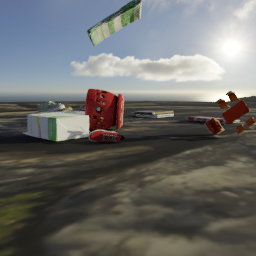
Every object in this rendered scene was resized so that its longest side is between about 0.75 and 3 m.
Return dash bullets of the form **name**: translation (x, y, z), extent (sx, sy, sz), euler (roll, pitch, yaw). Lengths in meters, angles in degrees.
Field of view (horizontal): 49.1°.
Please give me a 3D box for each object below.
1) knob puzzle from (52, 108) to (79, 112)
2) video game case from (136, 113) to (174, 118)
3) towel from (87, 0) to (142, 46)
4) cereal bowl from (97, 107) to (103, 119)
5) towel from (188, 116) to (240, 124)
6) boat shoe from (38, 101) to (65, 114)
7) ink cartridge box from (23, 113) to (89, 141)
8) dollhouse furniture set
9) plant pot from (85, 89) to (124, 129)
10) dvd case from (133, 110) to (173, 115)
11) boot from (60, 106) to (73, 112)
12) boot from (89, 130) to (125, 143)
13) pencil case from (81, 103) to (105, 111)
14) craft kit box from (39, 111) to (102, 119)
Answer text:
- **knob puzzle**: translation (-3.578, -0.982, 16.359), extent (2.011, 0.279, 2.011), euler (-2, -9, 0)
- **video game case**: translation (1.661, -0.809, 17.341), extent (1.577, 0.199, 1.731), euler (-7, 10, -44)
- **towel**: translation (-0.323, -2.708, 7.301), extent (1.541, 0.180, 1.175), euler (-32, 0, 2)
- **cereal bowl**: translation (-1.525, -0.890, 15.791), extent (1.784, 0.743, 1.784), euler (1, 7, 0)
- **towel**: translation (4.249, -0.385, 13.920), extent (2.089, 0.238, 1.505), euler (9, 9, 41)
- **boat shoe**: translation (-4.859, -1.260, 17.249), extent (2.428, 0.753, 0.874), euler (-7, 14, 38)
- **ink cartridge box**: translation (-2.502, -0.104, 9.450), extent (2.220, 0.747, 1.300), euler (7, 10, 42)
- **dollhouse furniture set**: translation (3.369, -0.350, 9.435), extent (1.412, 1.428, 0.735), euler (-40, -28, 30)
- **plant pot**: translation (-0.912, -0.723, 11.117), extent (1.468, 1.612, 1.612), euler (3, 7, 0)
- **dvd case**: translation (1.554, -0.980, 17.272), extent (1.551, 0.167, 2.085), euler (6, 9, 43)
- **boot**: translation (-3.396, -0.708, 15.304), extent (0.777, 0.364, 0.999), euler (-34, -22, -25)
- **boot**: translation (-0.604, 0.269, 8.213), extent (0.983, 0.356, 0.709), euler (0, 8, -28)
- **pencil case**: translation (-2.238, -1.269, 18.603), extent (0.868, 0.755, 1.942), euler (31, 21, 25)
- **craft kit box**: translation (-2.845, -0.521, 13.835), extent (2.320, 0.570, 2.350), euler (-2, 7, -38)
